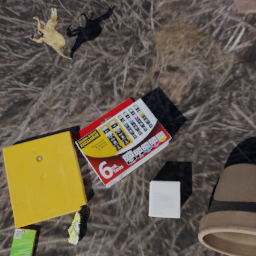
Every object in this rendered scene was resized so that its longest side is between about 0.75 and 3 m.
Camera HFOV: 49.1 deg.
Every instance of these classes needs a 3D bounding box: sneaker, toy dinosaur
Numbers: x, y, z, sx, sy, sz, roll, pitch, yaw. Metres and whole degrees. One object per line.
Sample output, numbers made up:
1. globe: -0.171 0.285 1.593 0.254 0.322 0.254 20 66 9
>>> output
1. sneaker: -1.690 3.152 8.884 0.383 0.378 1.003 5 72 1
2. toy dinosaur: -2.675 -3.082 9.668 1.213 2.398 0.698 22 67 7

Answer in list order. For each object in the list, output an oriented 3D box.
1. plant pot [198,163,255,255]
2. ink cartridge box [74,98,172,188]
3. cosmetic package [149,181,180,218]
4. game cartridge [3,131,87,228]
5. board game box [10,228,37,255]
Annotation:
1. plant pot: 3.475 2.370 8.252 2.613 2.613 2.279 12 55 4
2. ink cartridge box: -0.305 0.302 9.369 2.591 1.086 2.274 -35 75 -9
3. cosmetic package: 1.143 2.260 8.877 0.893 0.892 1.083 3 74 1
4. game cartridge: -2.768 1.654 9.346 2.354 0.433 2.670 -14 76 -4
5. board game box: -3.319 3.898 8.754 0.664 0.208 1.390 5 71 2
